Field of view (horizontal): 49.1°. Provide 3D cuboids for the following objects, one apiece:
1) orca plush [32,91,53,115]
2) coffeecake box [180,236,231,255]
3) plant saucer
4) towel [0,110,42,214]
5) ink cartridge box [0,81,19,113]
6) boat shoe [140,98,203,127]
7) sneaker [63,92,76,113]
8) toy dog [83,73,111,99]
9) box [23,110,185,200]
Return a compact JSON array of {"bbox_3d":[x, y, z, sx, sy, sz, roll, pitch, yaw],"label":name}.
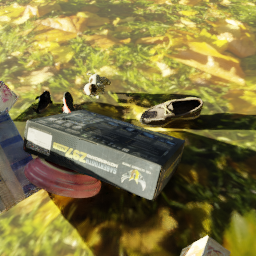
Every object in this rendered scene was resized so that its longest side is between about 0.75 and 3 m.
[{"bbox_3d":[-2.486,-0.843,8.152,0.511,0.345,0.972,28,41,2],"label":"orca plush"},{"bbox_3d":[0.977,2.396,4.270,0.441,0.926,1.207,34,51,6],"label":"coffeecake box"},{"bbox_3d":[-1.298,0.903,5.828,1.597,0.405,1.597,17,8,-2],"label":"plant saucer"},{"bbox_3d":[-3.054,0.839,5.241,2.785,0.332,2.046,-26,87,-50],"label":"towel"},{"bbox_3d":[-3.725,-0.902,8.037,0.209,0.967,0.949,-19,37,30],"label":"ink cartridge box"},{"bbox_3d":[1.213,-0.476,7.808,1.801,0.536,0.647,-9,63,-6],"label":"boat shoe"},{"bbox_3d":[-1.682,-0.618,7.752,0.452,0.844,0.282,14,41,43],"label":"sneaker"},{"bbox_3d":[-0.994,-1.278,8.498,0.575,0.799,0.824,-20,27,35],"label":"toy dog"},{"bbox_3d":[-0.372,0.375,6.115,2.874,0.733,2.266,18,16,17],"label":"box"}]
